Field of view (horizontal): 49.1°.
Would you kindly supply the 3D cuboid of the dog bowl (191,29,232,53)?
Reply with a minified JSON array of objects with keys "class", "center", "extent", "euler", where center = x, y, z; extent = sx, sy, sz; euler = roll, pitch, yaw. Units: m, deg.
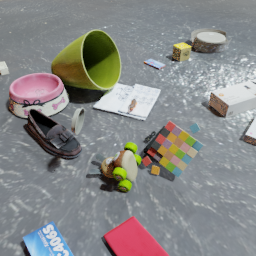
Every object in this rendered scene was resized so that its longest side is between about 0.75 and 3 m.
[{"class":"dog bowl","center":[5.297,-5.613,18.044],"extent":[2.545,0.746,2.545],"euler":[1,39,0]}]

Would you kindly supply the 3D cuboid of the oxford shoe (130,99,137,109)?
[{"class":"oxford shoe","center":[0.194,-1.042,12.218],"extent":[0.280,0.287,0.786],"euler":[-15,23,20]}]

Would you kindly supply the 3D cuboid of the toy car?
[{"class":"toy car","center":[-0.520,1.217,9.275],"extent":[1.549,1.222,1.272],"euler":[4,48,24]}]

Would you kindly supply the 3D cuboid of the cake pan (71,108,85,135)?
[{"class":"cake pan","center":[-1.480,-0.210,8.268],"extent":[0.151,0.822,0.822],"euler":[13,40,5]}]

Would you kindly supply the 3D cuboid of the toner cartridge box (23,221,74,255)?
[{"class":"toner cartridge box","center":[-1.889,3.333,7.111],"extent":[0.880,0.400,1.852],"euler":[-25,45,-28]}]

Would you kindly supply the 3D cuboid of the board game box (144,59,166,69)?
[{"class":"board game box","center":[1.535,-3.685,16.135],"extent":[0.598,0.113,1.163],"euler":[-30,47,-34]}]

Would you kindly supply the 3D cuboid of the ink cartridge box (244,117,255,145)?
[{"class":"ink cartridge box","center":[5.751,0.232,11.024],"extent":[1.818,0.394,1.785],"euler":[22,43,27]}]

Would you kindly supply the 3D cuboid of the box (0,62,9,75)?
[{"class":"box","center":[-6.892,-3.293,15.439],"extent":[0.445,0.365,0.938],"euler":[-18,42,-21]}]

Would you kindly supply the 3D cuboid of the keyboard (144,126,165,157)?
[{"class":"keyboard","center":[1.204,0.508,10.823],"extent":[1.024,0.219,1.705],"euler":[26,44,20]}]

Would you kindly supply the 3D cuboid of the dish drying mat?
[{"class":"dish drying mat","center":[0.601,3.502,7.037],"extent":[1.098,0.260,2.859],"euler":[-25,44,-29]}]

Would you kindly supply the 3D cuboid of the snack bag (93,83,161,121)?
[{"class":"snack bag","center":[0.000,-1.380,13.072],"extent":[2.563,0.274,2.417],"euler":[14,43,16]}]

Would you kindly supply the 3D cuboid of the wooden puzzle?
[{"class":"wooden puzzle","center":[1.504,0.705,9.206],"extent":[1.350,2.277,0.160],"euler":[38,15,16]}]

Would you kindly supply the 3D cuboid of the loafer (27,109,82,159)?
[{"class":"loafer","center":[-2.934,0.167,10.659],"extent":[2.912,0.917,1.046],"euler":[28,47,31]}]

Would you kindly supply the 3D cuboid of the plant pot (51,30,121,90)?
[{"class":"plant pot","center":[-2.265,-2.996,13.496],"extent":[2.868,2.684,2.684],"euler":[-4,31,37]}]

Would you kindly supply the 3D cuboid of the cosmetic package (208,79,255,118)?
[{"class":"cosmetic package","center":[5.298,-1.445,12.816],"extent":[2.998,0.759,1.237],"euler":[-17,41,-20]}]

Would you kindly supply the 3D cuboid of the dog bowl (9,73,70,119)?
[{"class":"dog bowl","center":[-4.100,-1.567,12.773],"extent":[2.723,1.004,2.723],"euler":[-1,39,0]}]

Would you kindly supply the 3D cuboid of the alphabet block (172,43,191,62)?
[{"class":"alphabet block","center":[3.171,-4.493,16.587],"extent":[0.791,0.806,0.787],"euler":[-22,43,-24]}]
